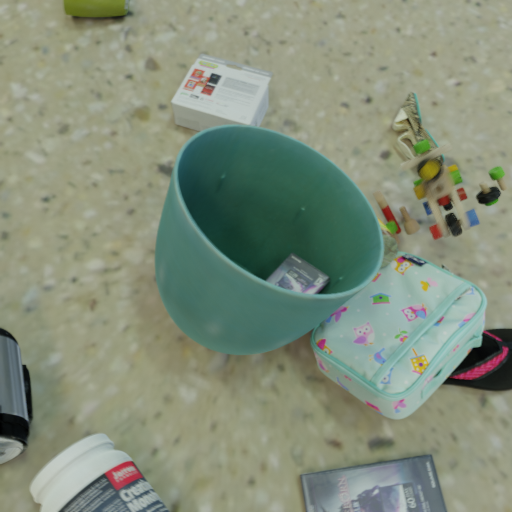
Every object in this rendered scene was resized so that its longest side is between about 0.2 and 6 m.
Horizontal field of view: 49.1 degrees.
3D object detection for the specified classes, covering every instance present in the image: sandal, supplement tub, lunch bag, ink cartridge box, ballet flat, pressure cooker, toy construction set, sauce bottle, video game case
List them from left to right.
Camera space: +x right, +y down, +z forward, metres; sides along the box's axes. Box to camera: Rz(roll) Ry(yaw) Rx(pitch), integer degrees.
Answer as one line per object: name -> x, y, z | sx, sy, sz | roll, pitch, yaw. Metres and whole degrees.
pressure cooker -> -4.193, 2.237, 7.839 | 1.891, 1.862, 2.117 | -18, 61, -5
supplement tub -> -1.965, 3.521, 7.463 | 1.356, 1.356, 1.933 | -38, 69, -17
ink cartridge box -> -0.634, -3.145, 11.202 | 1.647, 0.691, 1.446 | 19, 65, 9
video game case -> 0.453, 0.591, 8.832 | 1.229, 0.117, 0.878 | -45, 48, -10
sauce bottle -> 1.730, -0.546, 9.507 | 0.647, 0.647, 1.998 | -13, 33, -7
video game case -> 1.730, 3.733, 8.023 | 2.000, 0.190, 1.429 | -7, 63, -4
lunch bag -> 2.232, 1.114, 8.557 | 2.479, 0.956, 1.988 | -42, 46, -18
ballet flat -> 3.062, -2.421, 10.947 | 0.674, 0.607, 1.790 | -18, 66, 9
toy construction set -> 2.726, -1.154, 9.171 | 1.638, 1.964, 1.509 | -45, 109, -42
sandal -> 3.229, 1.560, 8.793 | 2.762, 0.623, 1.037 | -3, 50, -1

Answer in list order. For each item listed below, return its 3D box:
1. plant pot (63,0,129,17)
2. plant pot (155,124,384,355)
plant pot -> -3.484, -5.805, 12.406 | 1.278, 1.195, 1.195 | 11, 63, -10
plant pot -> -0.092, 0.035, 8.308 | 3.078, 2.470, 3.078 | 16, 46, -17
